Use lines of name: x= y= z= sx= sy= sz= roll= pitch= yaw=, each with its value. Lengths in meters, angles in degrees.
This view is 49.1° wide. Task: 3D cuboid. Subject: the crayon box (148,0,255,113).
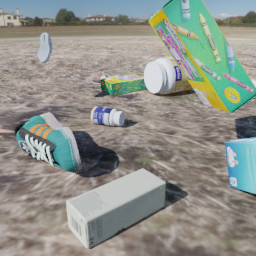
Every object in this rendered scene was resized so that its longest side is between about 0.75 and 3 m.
crayon box: x=1.524 y=-1.580 z=5.995 sx=0.728 sy=2.500 sz=1.485 roll=-37 pitch=14 yaw=3

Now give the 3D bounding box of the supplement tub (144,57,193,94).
supplement tub: x=2.079 y=-2.485 z=13.140 sx=2.295 sy=1.668 sz=1.668 roll=-14 pitch=26 yaw=-29

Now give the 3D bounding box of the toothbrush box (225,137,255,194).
toothbrush box: x=3.335 y=0.650 z=5.183 sx=1.825 sy=1.063 sz=2.492 roll=-7 pitch=-1 yaw=-17

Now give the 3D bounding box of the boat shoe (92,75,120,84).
boat shoe: x=-1.172 y=-2.615 z=14.999 sx=1.593 sy=0.498 sz=0.567 roll=3 pitch=24 yaw=12

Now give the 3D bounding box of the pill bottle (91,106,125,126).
pill bottle: x=-0.667 y=-0.375 z=9.408 sx=1.036 sy=0.599 sz=0.599 roll=9 pitch=24 yaw=21

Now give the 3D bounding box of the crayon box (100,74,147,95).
crayon box: x=-0.193 y=-2.147 z=13.721 sx=2.014 sy=0.587 sz=1.196 roll=-14 pitch=26 yaw=-30

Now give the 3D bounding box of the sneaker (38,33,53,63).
sneaker: x=-3.209 y=-3.115 z=11.141 sx=0.525 sy=0.509 sz=1.437 roll=-9 pitch=63 yaw=13

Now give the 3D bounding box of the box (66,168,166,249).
box: x=-0.173 y=1.385 z=5.114 sx=1.769 sy=0.605 sz=0.727 roll=-16 pitch=27 yaw=-34

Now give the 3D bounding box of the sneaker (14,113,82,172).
sneaker: x=-2.089 y=0.439 z=7.063 sx=1.162 sy=1.038 sz=2.909 roll=-21 pitch=26 yaw=-25

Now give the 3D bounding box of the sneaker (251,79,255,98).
sneaker: x=5.108 y=-1.787 z=12.397 sx=2.571 sy=0.947 sz=1.486 roll=-10 pitch=21 yaw=-26
